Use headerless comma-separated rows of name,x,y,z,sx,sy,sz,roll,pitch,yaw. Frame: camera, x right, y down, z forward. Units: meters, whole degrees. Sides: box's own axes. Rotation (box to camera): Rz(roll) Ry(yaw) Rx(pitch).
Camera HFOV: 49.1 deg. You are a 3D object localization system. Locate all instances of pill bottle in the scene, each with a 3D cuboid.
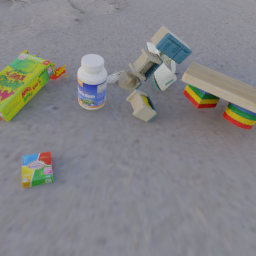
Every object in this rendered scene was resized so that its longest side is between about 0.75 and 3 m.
pill bottle,-1.114,-1.430,8.717,0.899,1.605,0.899,4,46,-4

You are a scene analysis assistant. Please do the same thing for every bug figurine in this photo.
bug figurine,-3.508,-2.205,10.770,2.220,0.571,1.721,30,55,24

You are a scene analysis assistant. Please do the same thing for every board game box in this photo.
board game box,-2.288,1.031,7.073,0.731,0.193,0.955,-10,40,-12
board game box,-3.742,-1.446,9.369,1.270,0.595,2.501,21,55,17

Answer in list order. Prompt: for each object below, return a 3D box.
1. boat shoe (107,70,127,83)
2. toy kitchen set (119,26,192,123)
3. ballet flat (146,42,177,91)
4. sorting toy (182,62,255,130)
boat shoe,-0.369,-1.972,10.526,0.938,0.400,0.346,-22,78,-29
toy kitchen set,1.046,-1.525,8.691,1.327,2.252,1.804,17,39,-44
ballet flat,1.326,-2.513,10.726,0.970,0.970,2.795,-3,46,-3
sorting toy,2.782,-0.952,8.301,2.485,0.865,2.470,26,25,8
